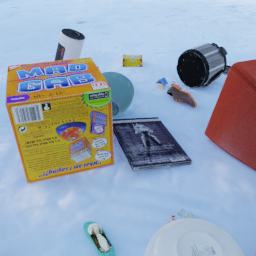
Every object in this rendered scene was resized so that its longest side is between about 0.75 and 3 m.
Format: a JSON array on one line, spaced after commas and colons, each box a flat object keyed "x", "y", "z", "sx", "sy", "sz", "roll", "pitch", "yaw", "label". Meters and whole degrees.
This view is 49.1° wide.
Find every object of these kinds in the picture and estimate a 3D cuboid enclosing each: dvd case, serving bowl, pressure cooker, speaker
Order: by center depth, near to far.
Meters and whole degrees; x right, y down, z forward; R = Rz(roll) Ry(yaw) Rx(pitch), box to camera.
[{"x": 1.380, "y": 2.623, "z": 5.566, "sx": 2.111, "sy": 0.694, "sz": 2.111, "roll": 1, "pitch": 36, "yaw": -1, "label": "serving bowl"}, {"x": 0.629, "y": 0.420, "z": 9.203, "sx": 1.939, "sy": 0.208, "sz": 2.607, "roll": -4, "pitch": 35, "yaw": -20, "label": "dvd case"}, {"x": -2.645, "y": -2.915, "z": 12.106, "sx": 1.042, "sy": 2.567, "sz": 1.042, "roll": 17, "pitch": 36, "yaw": -13, "label": "speaker"}, {"x": 3.586, "y": -3.026, "z": 13.229, "sx": 2.103, "sy": 1.879, "sz": 1.850, "roll": -27, "pitch": 39, "yaw": -34, "label": "pressure cooker"}]

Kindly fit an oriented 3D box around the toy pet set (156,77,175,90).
[{"x": 1.707, "y": -2.210, "z": 13.227, "sx": 0.973, "sy": 0.517, "sz": 0.908, "roll": 25, "pitch": 41, "yaw": 34, "label": "toy pet set"}]

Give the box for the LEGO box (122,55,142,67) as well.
[{"x": 0.250, "y": -3.774, "z": 15.698, "sx": 1.113, "sy": 0.429, "sz": 0.829, "roll": 1, "pitch": 33, "yaw": 2, "label": "LEGO box"}]

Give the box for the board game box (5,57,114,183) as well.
[{"x": -2.025, "y": -0.379, "z": 8.498, "sx": 2.593, "sy": 2.591, "sz": 2.592, "roll": -10, "pitch": 35, "yaw": -16, "label": "board game box"}]

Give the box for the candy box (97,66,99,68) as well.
[{"x": -1.618, "y": -2.259, "z": 12.841, "sx": 0.380, "sy": 0.987, "sz": 0.835, "roll": 13, "pitch": 30, "yaw": -19, "label": "candy box"}]

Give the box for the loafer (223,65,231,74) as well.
[{"x": 5.571, "y": -2.980, "z": 14.456, "sx": 1.456, "sy": 0.458, "sz": 0.523, "roll": 9, "pitch": 34, "yaw": 13, "label": "loafer"}]

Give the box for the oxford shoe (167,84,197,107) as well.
[{"x": 2.284, "y": -1.254, "z": 11.891, "sx": 0.595, "sy": 0.584, "sz": 1.640, "roll": -39, "pitch": 45, "yaw": -4, "label": "oxford shoe"}]

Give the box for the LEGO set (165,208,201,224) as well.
[{"x": 1.294, "y": 2.248, "z": 6.705, "sx": 0.804, "sy": 0.197, "sz": 0.600, "roll": -29, "pitch": 39, "yaw": -36, "label": "LEGO set"}]

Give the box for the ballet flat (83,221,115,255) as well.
[{"x": -0.638, "y": 2.412, "z": 6.218, "sx": 0.410, "sy": 0.428, "sz": 1.217, "roll": -16, "pitch": 36, "yaw": -28, "label": "ballet flat"}]

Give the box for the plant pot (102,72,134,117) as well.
[{"x": -0.651, "y": -1.063, "z": 10.509, "sx": 1.731, "sy": 1.731, "sz": 1.166, "roll": 2, "pitch": 43, "yaw": 3, "label": "plant pot"}]

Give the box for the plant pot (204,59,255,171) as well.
[{"x": 4.515, "y": -0.219, "z": 8.324, "sx": 2.903, "sy": 2.901, "sz": 2.559, "roll": -12, "pitch": 47, "yaw": -19, "label": "plant pot"}]
